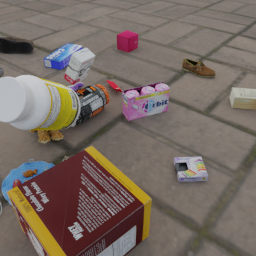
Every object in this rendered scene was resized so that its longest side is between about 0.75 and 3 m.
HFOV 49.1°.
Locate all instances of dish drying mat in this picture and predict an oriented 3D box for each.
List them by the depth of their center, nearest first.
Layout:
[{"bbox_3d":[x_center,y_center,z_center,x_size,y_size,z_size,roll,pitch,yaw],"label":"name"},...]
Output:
[{"bbox_3d":[-0.665,-2.032,13.498,0.447,0.106,1.163,13,23,-32],"label":"dish drying mat"}]

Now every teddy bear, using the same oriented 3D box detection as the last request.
[{"bbox_3d":[-3.194,-0.079,10.943,1.353,0.623,1.867,-6,40,-9],"label":"teddy bear"}]

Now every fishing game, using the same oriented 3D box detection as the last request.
[{"bbox_3d":[-3.052,1.690,8.950,2.713,0.422,1.943,-17,45,-20],"label":"fishing game"}]

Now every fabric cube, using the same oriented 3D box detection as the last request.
[{"bbox_3d":[-0.032,-5.286,17.090,0.951,0.933,0.948,27,46,29],"label":"fabric cube"}]

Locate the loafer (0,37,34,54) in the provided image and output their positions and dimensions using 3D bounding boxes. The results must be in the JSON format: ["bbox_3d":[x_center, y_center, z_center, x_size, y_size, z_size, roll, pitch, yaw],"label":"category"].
[{"bbox_3d":[-6.819,-4.984,16.889,2.516,0.919,0.893,9,30,1],"label":"loafer"}]

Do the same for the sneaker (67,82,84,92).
[{"bbox_3d":[-2.539,-1.869,13.434,0.958,0.386,0.400,-27,61,-17],"label":"sneaker"}]

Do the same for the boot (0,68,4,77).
[{"bbox_3d":[-6.732,-2.322,13.848,1.605,0.560,1.057,-35,53,-21],"label":"boot"}]

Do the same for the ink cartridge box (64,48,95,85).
[{"bbox_3d":[-1.850,-2.346,10.693,0.505,1.210,0.879,41,44,6],"label":"ink cartridge box"}]

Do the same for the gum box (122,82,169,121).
[{"bbox_3d":[0.800,-1.153,11.839,2.002,1.136,0.662,-15,41,-17],"label":"gum box"}]

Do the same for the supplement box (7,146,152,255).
[{"bbox_3d":[-1.200,2.247,7.221,2.551,1.694,2.516,-29,47,-31],"label":"supplement box"}]

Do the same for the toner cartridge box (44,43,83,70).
[{"bbox_3d":[-3.636,-4.120,15.989,1.107,0.503,2.330,16,42,18],"label":"toner cartridge box"}]

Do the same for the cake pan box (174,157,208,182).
[{"bbox_3d":[2.078,1.378,9.436,1.015,0.266,0.935,-1,37,-1],"label":"cake pan box"}]

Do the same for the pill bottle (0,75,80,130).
[{"bbox_3d":[-2.910,-0.766,9.058,1.674,1.674,2.978,14,3,17],"label":"pill bottle"}]

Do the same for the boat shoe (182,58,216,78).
[{"bbox_3d":[3.703,-3.155,14.699,1.869,0.635,0.672,21,43,23],"label":"boat shoe"}]

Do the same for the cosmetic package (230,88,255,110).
[{"bbox_3d":[5.470,-1.284,12.428,1.678,0.597,0.883,6,40,7],"label":"cosmetic package"}]

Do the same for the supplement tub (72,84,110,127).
[{"bbox_3d":[-1.785,-0.997,11.589,1.215,1.215,1.984,29,47,31],"label":"supplement tub"}]
